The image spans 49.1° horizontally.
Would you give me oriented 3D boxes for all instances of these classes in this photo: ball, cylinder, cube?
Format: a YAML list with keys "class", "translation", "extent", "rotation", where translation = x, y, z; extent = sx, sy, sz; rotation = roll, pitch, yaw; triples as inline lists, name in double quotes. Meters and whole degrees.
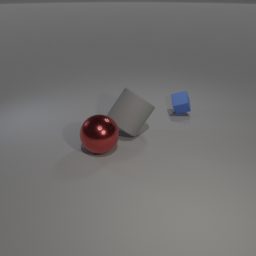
- class: "ball"
  translation: [-1.007, 0.216, 9.933]
  extent: [1.400, 1.400, 1.400]
  rotation: [0, 28, 0]
- class: "cylinder"
  translation: [0.100, -0.625, 10.914]
  extent: [1.400, 1.400, 1.400]
  rotation: [34, 7, -5]
- class: "cube"
  translation: [2.399, -1.144, 12.651]
  extent: [0.700, 0.700, 0.700]
  rotation: [-11, 57, 19]
